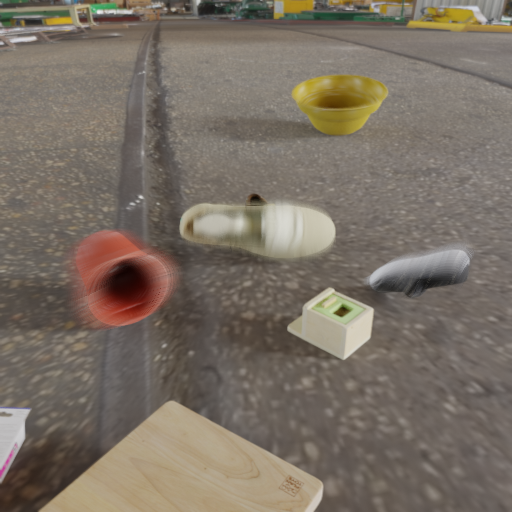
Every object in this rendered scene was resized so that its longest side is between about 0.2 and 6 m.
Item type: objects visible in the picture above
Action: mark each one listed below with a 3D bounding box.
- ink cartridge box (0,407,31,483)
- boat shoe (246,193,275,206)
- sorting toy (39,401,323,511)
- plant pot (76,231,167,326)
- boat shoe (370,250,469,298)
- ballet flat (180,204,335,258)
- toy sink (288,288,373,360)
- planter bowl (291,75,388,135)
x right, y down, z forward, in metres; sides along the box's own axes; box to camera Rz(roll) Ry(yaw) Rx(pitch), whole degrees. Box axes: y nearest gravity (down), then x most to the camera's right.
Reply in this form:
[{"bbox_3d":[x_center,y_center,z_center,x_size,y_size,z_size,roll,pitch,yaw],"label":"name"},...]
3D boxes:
[{"bbox_3d":[-3.047,2.226,6.229,0.626,0.245,1.322,1,31,3],"label":"ink cartridge box"},{"bbox_3d":[0.192,-0.694,11.032,0.674,0.675,1.826,-14,33,-20],"label":"boat shoe"},{"bbox_3d":[-0.711,2.535,5.192,1.960,0.682,1.949,19,34,30],"label":"sorting toy"},{"bbox_3d":[-2.175,0.243,8.663,1.216,1.216,1.183,-17,36,-27],"label":"plant pot"},{"bbox_3d":[2.570,0.392,8.895,1.636,0.572,0.542,-16,49,31],"label":"boat shoe"},{"bbox_3d":[-0.032,-0.491,9.987,2.829,0.983,0.983,2,29,10],"label":"ballet flat"},{"bbox_3d":[1.068,0.919,8.225,1.063,0.595,0.693,24,37,37],"label":"toy sink"},{"bbox_3d":[2.553,-4.541,17.361,2.894,1.205,2.894,-3,36,2],"label":"planter bowl"}]
